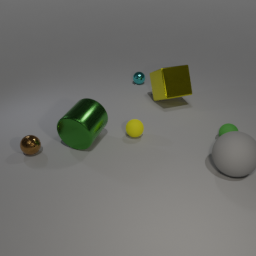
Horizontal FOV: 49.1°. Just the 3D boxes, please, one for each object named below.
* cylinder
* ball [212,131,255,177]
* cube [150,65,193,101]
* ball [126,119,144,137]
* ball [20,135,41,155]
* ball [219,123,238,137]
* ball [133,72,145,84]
[{"bbox_3d":[-1.632,-0.156,10.202,1.400,1.400,1.400,11,38,19],"label":"cylinder"},{"bbox_3d":[3.312,0.796,8.620,1.400,1.400,1.400,0,30,0],"label":"ball"},{"bbox_3d":[2.011,-2.109,13.268,1.400,1.400,1.400,-11,5,-18],"label":"cube"},{"bbox_3d":[0.258,0.007,10.744,0.700,0.700,0.700,0,30,0],"label":"ball"},{"bbox_3d":[-3.396,0.587,9.758,0.700,0.700,0.700,0,30,0],"label":"ball"},{"bbox_3d":[3.721,0.178,10.368,0.700,0.700,0.700,0,30,0],"label":"ball"},{"bbox_3d":[0.621,-2.809,15.724,0.700,0.700,0.700,0,30,0],"label":"ball"}]
